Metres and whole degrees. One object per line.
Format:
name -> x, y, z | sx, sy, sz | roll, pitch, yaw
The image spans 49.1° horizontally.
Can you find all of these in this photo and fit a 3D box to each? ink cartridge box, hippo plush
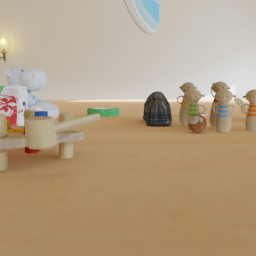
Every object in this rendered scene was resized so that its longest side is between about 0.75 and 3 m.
ink cartridge box -> -3.268, -0.557, 7.699 | 0.864, 1.184, 0.497 | 1, 4, 2
hippo plush -> -3.628, -1.240, 10.219 | 2.366, 1.902, 1.885 | 2, 7, 17

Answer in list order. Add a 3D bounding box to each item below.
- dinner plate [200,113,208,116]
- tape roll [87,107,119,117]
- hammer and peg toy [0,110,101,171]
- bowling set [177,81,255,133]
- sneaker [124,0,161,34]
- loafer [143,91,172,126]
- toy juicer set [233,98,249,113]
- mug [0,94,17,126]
dinner plate -> 2.815, -0.572, 12.038 | 1.241, 0.150, 1.241 | -1, 7, 0
tape roll -> -1.096, -0.714, 12.392 | 1.423, 0.342, 1.423 | -1, 7, 0
hammer and peg toy -> -1.391, 0.137, 4.002 | 2.035, 0.718, 1.497 | 6, 8, 40
bowling set -> 2.208, -0.584, 7.308 | 2.453, 1.317, 1.707 | 4, 8, 30
sneaker -> 0.545, -2.815, 5.051 | 1.297, 1.986, 0.790 | -18, -12, 34
loafer -> 1.025, -0.717, 9.545 | 1.040, 1.032, 2.856 | -1, 6, -1
toy juicer set -> 5.059, -0.509, 10.027 | 2.531, 0.689, 1.610 | 6, 27, 21
mug -> -3.313, -0.129, 5.965 | 1.704, 1.512, 1.137 | 0, -30, -32
